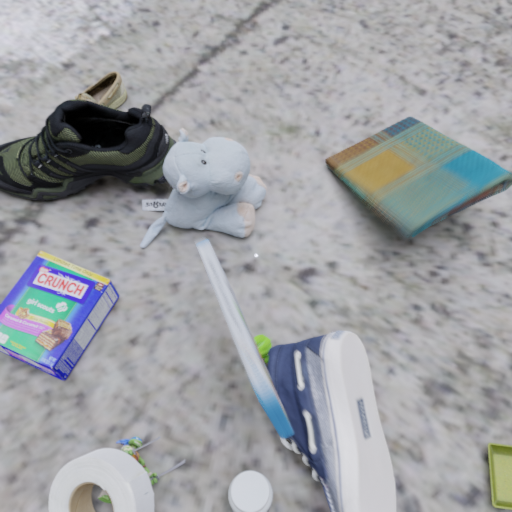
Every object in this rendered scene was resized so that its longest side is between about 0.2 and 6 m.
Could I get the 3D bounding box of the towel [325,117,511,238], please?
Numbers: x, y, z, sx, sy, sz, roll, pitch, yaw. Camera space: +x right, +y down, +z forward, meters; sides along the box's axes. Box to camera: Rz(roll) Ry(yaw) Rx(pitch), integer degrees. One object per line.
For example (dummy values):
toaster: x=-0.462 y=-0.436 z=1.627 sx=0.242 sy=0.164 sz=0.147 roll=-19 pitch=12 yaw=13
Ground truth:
towel: x=2.505 y=-1.372 z=9.024 sx=1.904 sy=0.282 sz=2.596 roll=-27 pitch=39 yaw=-8

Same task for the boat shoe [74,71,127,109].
boat shoe: x=-3.132 y=-2.742 z=10.283 sx=0.642 sy=0.578 sz=1.779 roll=37 pitch=66 yaw=19

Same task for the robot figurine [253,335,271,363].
robot figurine: x=0.032 y=1.316 z=7.942 sx=0.452 sy=0.516 sz=0.298 roll=33 pitch=54 yaw=3

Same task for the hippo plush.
hippo plush: x=-0.879 y=-1.313 z=8.800 sx=2.125 sy=1.709 sz=1.693 roll=-4 pitch=60 yaw=-2

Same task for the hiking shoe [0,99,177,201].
hiking shoe: x=-3.017 y=-1.868 z=8.986 sx=3.356 sy=1.689 sz=1.271 roll=-7 pitch=62 yaw=8

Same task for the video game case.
video game case: x=-0.131 y=0.985 z=6.590 sx=0.185 sy=1.488 sz=2.079 roll=-24 pitch=56 yaw=-3

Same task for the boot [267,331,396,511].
boot: x=0.914 y=2.418 z=7.190 sx=1.255 sy=1.011 sz=2.778 roll=-17 pitch=72 yaw=37

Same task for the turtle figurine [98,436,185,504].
turtle figurine: x=-1.508 y=2.722 z=7.053 sx=0.927 sy=0.667 sz=0.899 roll=14 pitch=53 yaw=12

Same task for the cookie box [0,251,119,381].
cookie box: x=-2.987 y=0.845 z=8.208 sx=1.291 sy=0.567 sz=1.510 roll=20 pitch=61 yaw=13

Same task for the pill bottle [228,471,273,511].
pill bottle: x=-0.065 y=2.919 z=6.795 sx=0.537 sy=0.943 sz=0.537 roll=0 pitch=60 yaw=0

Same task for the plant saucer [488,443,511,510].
plant saucer: x=3.400 y=2.891 z=7.249 sx=0.797 sy=0.191 sz=0.796 roll=6 pitch=60 yaw=4

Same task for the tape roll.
tape roll: x=-1.850 y=2.978 z=6.712 sx=1.250 sy=0.437 sz=1.250 roll=-2 pitch=85 yaw=21
